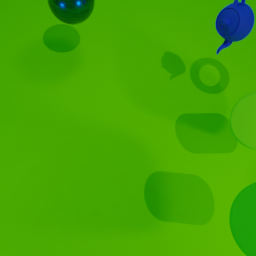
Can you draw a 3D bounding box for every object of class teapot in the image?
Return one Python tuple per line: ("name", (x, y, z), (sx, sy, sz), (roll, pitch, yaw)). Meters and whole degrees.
("teapot", (2.612, -2.614, 7.065), (0.748, 1.527, 0.950), (-15, 39, -35))

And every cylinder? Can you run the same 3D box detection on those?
("cylinder", (3.222, -0.111, 6.695), (1.327, 1.327, 1.327), (-3, 83, 29))
("cylinder", (2.543, 1.583, 4.811), (1.349, 1.349, 1.349), (-6, 77, 27))

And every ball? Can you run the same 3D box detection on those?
("ball", (-1.642, -3.717, 8.122), (1.350, 1.350, 1.350), (0, 64, 0))
